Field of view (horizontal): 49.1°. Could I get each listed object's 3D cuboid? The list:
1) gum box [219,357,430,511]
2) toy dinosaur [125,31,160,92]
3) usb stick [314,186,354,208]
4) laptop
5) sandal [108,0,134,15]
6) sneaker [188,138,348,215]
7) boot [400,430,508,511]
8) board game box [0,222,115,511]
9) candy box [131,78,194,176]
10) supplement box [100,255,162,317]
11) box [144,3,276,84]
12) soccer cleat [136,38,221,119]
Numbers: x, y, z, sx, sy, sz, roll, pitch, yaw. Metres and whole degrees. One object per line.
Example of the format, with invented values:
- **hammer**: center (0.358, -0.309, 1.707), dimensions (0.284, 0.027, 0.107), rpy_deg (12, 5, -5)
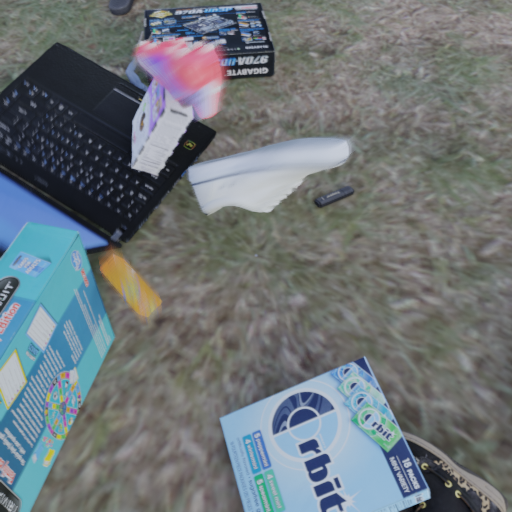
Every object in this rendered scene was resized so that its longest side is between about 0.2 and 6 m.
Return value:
- **gum box**: center (0.683, 2.197, 6.169), dimensions (1.863, 0.415, 1.583), rpy_deg (-23, 51, 2)
- **toy dinosaur**: center (-2.421, -2.910, 10.855), dimensions (2.280, 1.319, 2.513), rpy_deg (13, 83, 0)
- **usb stick**: center (1.323, -0.998, 9.441), dimensions (0.724, 0.118, 0.201), rpy_deg (-23, 54, -19)
- **laptop**: center (-3.201, -1.885, 8.432), dimensions (3.628, 2.114, 4.093), rpy_deg (32, 67, 10)
- **sandal**: center (-3.255, -6.669, 14.188), dimensions (0.724, 0.408, 1.904), rpy_deg (6, 59, 14)
- **sneaker**: center (0.190, -1.071, 7.782), dimensions (2.390, 0.846, 0.873), rpy_deg (-6, 19, 31)
- **boot**: center (1.744, 2.693, 6.004), dimensions (1.590, 0.582, 1.198), rpy_deg (30, 56, 17)
- **board game box**: center (-2.582, 1.398, 6.041), dimensions (0.668, 2.150, 2.848), rpy_deg (11, 50, 9)
- **candy box**: center (-1.488, -2.124, 8.725), dimensions (0.483, 1.349, 1.132), rpy_deg (14, 50, -28)
- **supplement box**: center (-1.492, 0.352, 6.654), dimensions (0.266, 0.275, 0.801), rpy_deg (-46, 70, -1)
- **box**: center (-1.067, -4.683, 12.254), dimensions (2.741, 0.630, 2.178), rpy_deg (-6, 50, -5)
- **soccer cleat**: center (-1.063, -2.410, 7.465), dimensions (0.744, 0.853, 2.230), rpy_deg (-15, 27, -22)
